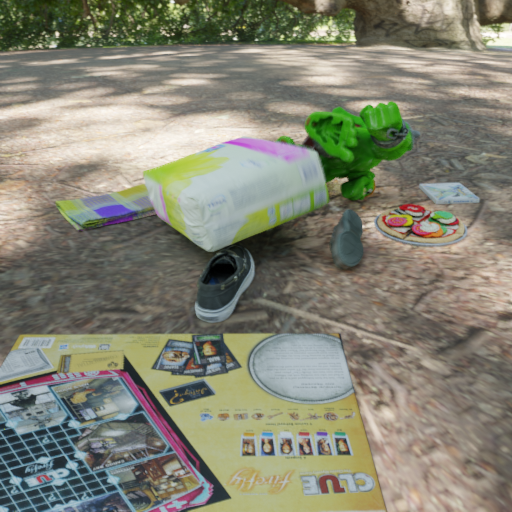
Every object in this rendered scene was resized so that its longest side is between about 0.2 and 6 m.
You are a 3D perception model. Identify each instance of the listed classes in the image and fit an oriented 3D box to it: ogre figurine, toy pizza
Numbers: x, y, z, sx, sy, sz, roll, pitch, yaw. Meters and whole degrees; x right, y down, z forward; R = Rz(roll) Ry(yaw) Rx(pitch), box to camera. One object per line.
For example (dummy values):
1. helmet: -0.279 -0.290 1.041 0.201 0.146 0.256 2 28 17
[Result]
1. ogre figurine: 1.995 -2.613 13.911 2.835 4.728 2.320 -6 66 -43
2. toy pizza: 3.791 -0.777 12.933 2.092 0.332 2.092 0 27 0

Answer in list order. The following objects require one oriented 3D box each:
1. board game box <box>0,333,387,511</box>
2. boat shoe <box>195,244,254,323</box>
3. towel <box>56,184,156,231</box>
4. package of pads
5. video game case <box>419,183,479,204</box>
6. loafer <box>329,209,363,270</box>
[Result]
1. board game box: -1.034 2.099 6.703 4.531 0.784 3.070 0 27 -1
2. boat shoe: -0.543 0.299 10.377 0.855 0.705 2.492 4 27 8
3. towel: -3.509 -1.279 13.993 2.528 0.288 1.815 -17 32 -30
4. package of pads: -0.658 -1.488 12.033 2.870 1.267 3.715 -24 25 -20
5. video game case: 5.124 -1.676 14.941 1.157 0.140 1.269 -2 27 -5
6. loafer: 1.845 -0.250 11.729 0.674 0.590 1.877 38 37 -12
